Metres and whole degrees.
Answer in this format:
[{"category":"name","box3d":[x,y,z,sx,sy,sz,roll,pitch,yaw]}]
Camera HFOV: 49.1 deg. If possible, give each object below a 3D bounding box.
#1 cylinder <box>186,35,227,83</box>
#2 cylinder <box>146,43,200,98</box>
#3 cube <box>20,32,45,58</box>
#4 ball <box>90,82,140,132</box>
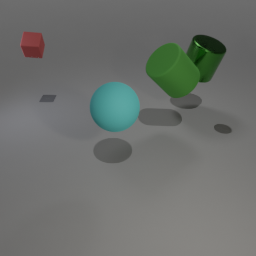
[{"category":"cylinder","box3d":[3.007,-2.790,11.297,1.400,1.400,1.400,10,44,-10]},{"category":"cylinder","box3d":[1.567,-1.983,9.781,1.400,1.400,1.400,-25,48,31]},{"category":"cube","box3d":[-3.711,-3.235,10.940,0.700,0.700,0.700,3,65,-3]},{"category":"ball","box3d":[-0.369,-0.585,7.849,1.400,1.400,1.400,0,31,0]}]
